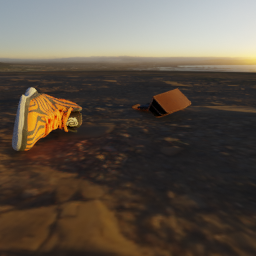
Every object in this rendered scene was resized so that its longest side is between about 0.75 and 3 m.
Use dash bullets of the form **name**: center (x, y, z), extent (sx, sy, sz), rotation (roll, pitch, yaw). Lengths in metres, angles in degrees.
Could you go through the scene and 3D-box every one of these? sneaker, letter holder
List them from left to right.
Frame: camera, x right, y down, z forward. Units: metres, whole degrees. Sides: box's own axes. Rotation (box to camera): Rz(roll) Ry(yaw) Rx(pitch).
- **sneaker**: center (-1.882, -0.248, 6.917), extent (1.544, 1.069, 2.756), rotation (13, 24, -16)
- **letter holder**: center (1.473, -0.755, 9.773), extent (1.227, 0.617, 0.872), rotation (-22, 59, -33)

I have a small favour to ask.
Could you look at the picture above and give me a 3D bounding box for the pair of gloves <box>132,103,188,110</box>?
- **pair of gloves**: center (1.270, -0.940, 11.391), extent (1.902, 0.235, 1.695), rotation (-11, 13, -32)
